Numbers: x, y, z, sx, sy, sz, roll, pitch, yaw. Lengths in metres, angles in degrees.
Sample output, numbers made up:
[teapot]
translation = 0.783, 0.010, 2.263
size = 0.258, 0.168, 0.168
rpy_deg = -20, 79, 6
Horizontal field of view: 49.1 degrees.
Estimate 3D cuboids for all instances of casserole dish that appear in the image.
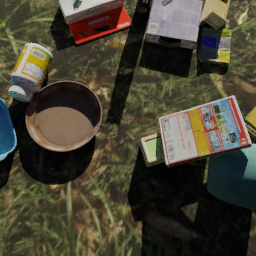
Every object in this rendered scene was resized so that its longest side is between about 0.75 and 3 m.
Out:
[casserole dish]
translation = -5.140, 0.099, 10.672
size = 1.625, 0.520, 2.682
rpy_deg = -21, 71, -7

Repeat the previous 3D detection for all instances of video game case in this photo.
[video game case]
translation = 2.432, 0.108, 9.313
size = 2.685, 0.234, 1.919
rpy_deg = -17, 54, 18

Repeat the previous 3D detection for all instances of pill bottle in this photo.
[pill bottle]
translation = -3.901, -2.158, 11.106
size = 1.176, 1.176, 2.117
rpy_deg = 15, 72, 5

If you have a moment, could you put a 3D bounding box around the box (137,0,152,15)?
[box]
translation = 0.946, -6.737, 12.188
size = 0.587, 2.161, 2.697
rpy_deg = 10, 72, 4

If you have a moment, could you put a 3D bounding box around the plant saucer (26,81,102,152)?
[plant saucer]
translation = -2.443, -0.437, 10.873
size = 2.905, 0.500, 2.905
rpy_deg = 0, 71, -1

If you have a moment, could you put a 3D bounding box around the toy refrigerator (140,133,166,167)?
[toy refrigerator]
translation = 1.764, 0.565, 10.313
size = 2.505, 0.876, 0.951
rpy_deg = -16, 71, -6

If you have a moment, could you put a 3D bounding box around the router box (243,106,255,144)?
[router box]
translation = 5.656, 0.211, 10.403
size = 2.066, 0.686, 2.628
rpy_deg = -43, 70, -14

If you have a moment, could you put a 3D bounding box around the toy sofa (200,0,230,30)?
[toy sofa]
translation = 3.946, -5.364, 12.460
size = 0.828, 0.975, 1.998
rpy_deg = 26, 67, -15

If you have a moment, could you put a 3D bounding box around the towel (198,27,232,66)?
[towel]
translation = 3.787, -3.548, 12.106
size = 1.326, 0.210, 1.846
rpy_deg = 11, 71, 5

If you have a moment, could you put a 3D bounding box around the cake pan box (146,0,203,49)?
[cake pan box]
translation = 2.027, -4.670, 12.294
size = 2.175, 0.618, 2.362
rpy_deg = 9, 71, 6

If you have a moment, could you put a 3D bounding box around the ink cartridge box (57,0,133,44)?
[ink cartridge box]
translation = -1.480, -5.255, 12.504
size = 2.775, 0.604, 2.409
rpy_deg = -22, 71, -7

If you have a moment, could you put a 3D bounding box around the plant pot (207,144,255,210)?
[plant pot]
translation = 3.606, 1.537, 9.370
size = 1.774, 2.211, 2.211
rpy_deg = 6, 71, 12
